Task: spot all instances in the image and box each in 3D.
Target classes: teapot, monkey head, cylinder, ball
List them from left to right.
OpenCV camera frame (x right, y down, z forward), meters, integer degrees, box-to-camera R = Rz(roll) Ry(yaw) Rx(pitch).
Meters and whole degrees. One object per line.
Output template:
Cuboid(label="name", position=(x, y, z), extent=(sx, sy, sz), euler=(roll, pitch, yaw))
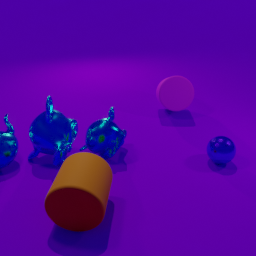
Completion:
Cuboid(label="teapot", position=(-3.240, 0.441, 6.913), extent=(1.010, 0.795, 1.624), euler=(11, 67, 36))
Cuboid(label="monkey head", position=(-1.914, 0.251, 6.891), extent=(1.158, 1.921, 1.382), euler=(22, 27, -10))
Cuboid(label="cylinder", position=(-0.913, 1.216, 5.461), extent=(1.102, 1.102, 1.102), euler=(3, 28, 5))
Cuboid(label="monkey head", position=(-0.555, 0.182, 7.359), extent=(0.972, 1.613, 1.161), euler=(40, 27, 1))
Cuboid(label="cylinder", position=(1.582, -1.184, 9.593), extent=(1.153, 1.153, 1.153), euler=(1, 8, 1))
Cuboid(label="ball", position=(2.366, 0.555, 7.117), extent=(0.718, 0.718, 0.718), euler=(0, 28, 0))
